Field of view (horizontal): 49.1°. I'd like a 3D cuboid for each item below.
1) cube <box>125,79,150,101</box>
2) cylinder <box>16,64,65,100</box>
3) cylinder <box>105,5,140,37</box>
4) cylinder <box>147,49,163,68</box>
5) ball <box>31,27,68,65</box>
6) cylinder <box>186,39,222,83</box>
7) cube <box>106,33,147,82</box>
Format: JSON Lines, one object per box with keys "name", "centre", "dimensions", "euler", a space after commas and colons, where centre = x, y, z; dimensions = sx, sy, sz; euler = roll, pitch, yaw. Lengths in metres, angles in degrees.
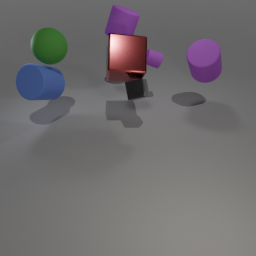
{"name": "cube", "centre": [0.361, -1.453, 10.659], "dimensions": [0.700, 0.700, 0.700], "euler": [-10, 3, 18]}
{"name": "cylinder", "centre": [-3.526, -1.838, 11.386], "dimensions": [1.400, 1.400, 1.400], "euler": [13, 10, 20]}
{"name": "cylinder", "centre": [-0.297, -5.132, 13.828], "dimensions": [1.400, 1.400, 1.400], "euler": [17, 28, -10]}
{"name": "cylinder", "centre": [1.166, -3.191, 12.911], "dimensions": [0.700, 0.700, 0.700], "euler": [17, 29, -13]}
{"name": "ball", "centre": [-3.089, -3.213, 11.020], "dimensions": [1.400, 1.400, 1.400], "euler": [0, 31, 0]}
{"name": "cylinder", "centre": [3.371, -2.917, 12.312], "dimensions": [1.400, 1.400, 1.400], "euler": [-7, 68, 19]}
{"name": "cube", "centre": [-0.091, -2.614, 10.687], "dimensions": [1.400, 1.400, 1.400], "euler": [2, -6, -7]}
